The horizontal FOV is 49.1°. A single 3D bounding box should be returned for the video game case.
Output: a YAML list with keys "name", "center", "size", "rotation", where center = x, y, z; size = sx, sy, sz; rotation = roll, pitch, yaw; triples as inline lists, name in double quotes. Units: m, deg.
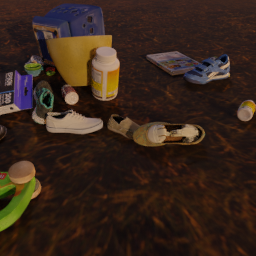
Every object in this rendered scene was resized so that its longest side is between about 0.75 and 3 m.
- name: "video game case"
  center: [2.509, -3.546, 15.121]
  size: [2.019, 0.254, 2.820]
  rotation: [-12, 33, -20]

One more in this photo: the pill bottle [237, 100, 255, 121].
- name: "pill bottle"
  center: [4.309, -0.664, 10.147]
  size: [0.522, 0.522, 0.956]
  rotation: [17, 36, 26]

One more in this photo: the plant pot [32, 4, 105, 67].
- name: "plant pot"
  center: [-3.055, -4.600, 14.435]
  size: [2.895, 2.895, 2.603]
  rotation: [23, 43, 33]

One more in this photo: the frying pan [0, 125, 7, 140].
- name: "frying pan"
  center: [-4.418, -0.011, 9.179]
  size: [0.906, 0.244, 1.498]
  rotation: [-12, 43, -4]

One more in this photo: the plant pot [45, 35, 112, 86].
- name: "plant pot"
  center: [-1.992, -2.871, 12.056]
  size: [2.756, 1.956, 2.756]
  rotation: [-4, 17, 1]

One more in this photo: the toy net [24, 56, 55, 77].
- name: "toy net"
  center: [-4.609, -3.315, 14.475]
  size: [1.435, 0.528, 2.735]
  rotation: [-11, 33, -17]

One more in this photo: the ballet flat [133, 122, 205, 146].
- name: "ballet flat"
  center: [1.260, 0.168, 8.476]
  size: [2.195, 0.776, 0.776]
  rotation: [0, 31, -4]

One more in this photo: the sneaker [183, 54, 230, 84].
- name: "sneaker"
  center: [3.668, -2.745, 13.024]
  size: [2.635, 1.084, 0.974]
  rotation: [-19, 38, -26]

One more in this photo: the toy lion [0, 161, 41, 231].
- name: "toy lion"
  center: [-3.566, 1.711, 6.148]
  size: [2.525, 0.867, 2.420]
  rotation: [6, 39, 9]

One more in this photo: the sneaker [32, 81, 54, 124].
- name: "sneaker"
  center: [-2.898, -1.068, 9.927]
  size: [0.735, 0.864, 1.893]
  rotation: [13, 47, -32]

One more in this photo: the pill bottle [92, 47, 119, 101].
- name: "pill bottle"
  center: [-0.895, -2.128, 11.031]
  size: [1.069, 1.957, 1.069]
  rotation: [4, 43, -4]

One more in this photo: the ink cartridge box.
- name: "ink cartridge box"
  center: [-4.593, -1.343, 10.472]
  size: [1.967, 0.427, 1.948]
  rotation: [-12, 52, -6]

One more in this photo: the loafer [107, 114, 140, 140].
- name: "loafer"
  center: [-0.027, -0.051, 9.145]
  size: [1.525, 0.521, 0.577]
  rotation: [16, 35, 24]

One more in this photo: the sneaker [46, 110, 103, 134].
- name: "sneaker"
  center: [-1.795, -0.232, 9.292]
  size: [1.902, 0.674, 0.695]
  rotation: [-3, 32, -4]

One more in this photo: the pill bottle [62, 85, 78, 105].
- name: "pill bottle"
  center: [-2.366, -1.366, 11.285]
  size: [0.535, 0.535, 0.937]
  rotation: [-12, 34, -19]
